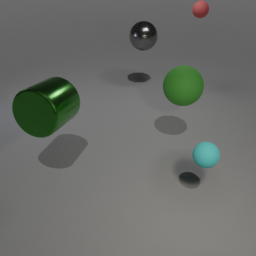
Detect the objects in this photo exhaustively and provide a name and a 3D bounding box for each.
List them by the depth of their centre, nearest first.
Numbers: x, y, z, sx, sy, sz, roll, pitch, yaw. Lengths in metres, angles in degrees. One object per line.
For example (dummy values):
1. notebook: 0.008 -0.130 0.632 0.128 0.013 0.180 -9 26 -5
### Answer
1. ball: 2.073 0.716 7.446 0.700 0.700 0.700 0 32 0
2. cylinder: -2.292 -0.627 8.027 1.400 1.400 1.400 9 26 14
3. ball: 1.920 -1.464 9.747 1.400 1.400 1.400 0 32 0
4. ball: 3.135 -5.111 12.080 0.700 0.700 0.700 0 32 0
5. ball: 0.763 -4.534 13.808 1.400 1.400 1.400 0 32 0
